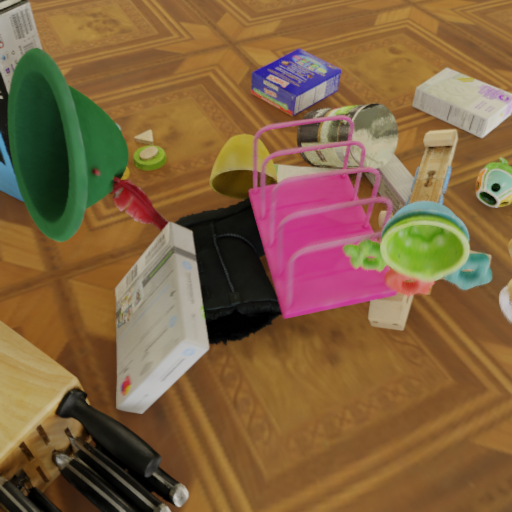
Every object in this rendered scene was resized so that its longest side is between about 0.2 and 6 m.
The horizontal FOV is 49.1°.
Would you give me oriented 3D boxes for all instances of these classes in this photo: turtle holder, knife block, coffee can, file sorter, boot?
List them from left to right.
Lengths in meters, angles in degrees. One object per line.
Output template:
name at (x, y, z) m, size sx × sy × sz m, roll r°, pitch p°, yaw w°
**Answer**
knife block at (-2.761, 1.824, 6.811) m, size 3.607 × 1.315 × 4.109 m, roll -7°, pitch 47°, yaw -7°
boot at (-0.048, 0.105, 8.638) m, size 2.645 × 0.979 × 2.167 m, roll -14°, pitch 47°, yaw -5°
file sorter at (0.896, -0.625, 7.720) m, size 1.604 × 1.448 × 2.308 m, roll -11°, pitch 54°, yaw -7°
coffee can at (1.635, -2.157, 10.211) m, size 1.117 × 1.117 × 1.526 m, roll -31°, pitch 24°, yaw -25°
turtle holder at (4.421, -1.180, 10.087) m, size 0.992 × 0.753 × 0.704 m, roll 47°, pitch 72°, yaw -7°

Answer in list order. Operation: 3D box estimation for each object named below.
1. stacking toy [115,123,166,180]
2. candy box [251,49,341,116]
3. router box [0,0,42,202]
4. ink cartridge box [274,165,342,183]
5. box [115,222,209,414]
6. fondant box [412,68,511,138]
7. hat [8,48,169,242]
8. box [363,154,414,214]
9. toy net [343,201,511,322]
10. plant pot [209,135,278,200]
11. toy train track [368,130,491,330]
stacking toy at (-2.565, -2.207, 10.999) m, size 1.389 × 0.648 × 1.534 m, roll -17°, pitch 50°, yaw -15°
candy box at (0.890, -3.927, 12.621) m, size 1.577 × 0.607 × 1.333 m, roll -35°, pitch 58°, yaw -29°
router box at (-4.540, -2.657, 9.434) m, size 2.645 × 3.546 × 0.905 m, roll 24°, pitch 50°, yaw 22°
ink cartridge box at (0.782, -1.143, 10.185) m, size 1.663 × 0.399 × 1.210 m, roll 3°, pitch 47°, yaw 5°
box at (-1.351, 0.794, 7.572) m, size 0.426 × 1.612 × 2.068 m, roll 23°, pitch 35°, yaw -32°
fondant box at (4.503, -3.352, 12.158) m, size 1.748 × 0.509 × 1.261 m, roll 36°, pitch 57°, yaw 28°
hat at (-1.695, -1.357, 7.153) m, size 2.254 × 2.561 × 2.121 m, roll -14°, pitch 79°, yaw -37°
box at (2.424, -1.558, 10.497) m, size 0.527 × 0.492 × 2.544 m, roll -15°, pitch 49°, yaw -13°
toy net at (2.667, 0.409, 6.655) m, size 3.154 × 1.655 × 0.609 m, roll 26°, pitch 48°, yaw -12°
plant pot at (-0.193, -1.543, 9.393) m, size 1.131 × 1.131 × 0.803 m, roll 1°, pitch 71°, yaw 1°
toy train track at (2.539, -0.742, 8.895) m, size 2.372 × 0.673 × 4.135 m, roll 3°, pitch 51°, yaw 32°
